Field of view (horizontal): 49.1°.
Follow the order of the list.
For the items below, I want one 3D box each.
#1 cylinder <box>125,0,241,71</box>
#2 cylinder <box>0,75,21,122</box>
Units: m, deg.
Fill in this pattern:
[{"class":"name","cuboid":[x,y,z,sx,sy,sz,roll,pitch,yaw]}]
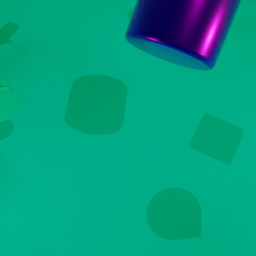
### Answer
[{"class":"cylinder","cuboid":[0.824,-1.714,4.037,1.386,1.386,1.386,22,98,11]},{"class":"cylinder","cuboid":[-2.633,-0.620,5.514,0.759,0.759,0.759,-38,53,-18]}]
